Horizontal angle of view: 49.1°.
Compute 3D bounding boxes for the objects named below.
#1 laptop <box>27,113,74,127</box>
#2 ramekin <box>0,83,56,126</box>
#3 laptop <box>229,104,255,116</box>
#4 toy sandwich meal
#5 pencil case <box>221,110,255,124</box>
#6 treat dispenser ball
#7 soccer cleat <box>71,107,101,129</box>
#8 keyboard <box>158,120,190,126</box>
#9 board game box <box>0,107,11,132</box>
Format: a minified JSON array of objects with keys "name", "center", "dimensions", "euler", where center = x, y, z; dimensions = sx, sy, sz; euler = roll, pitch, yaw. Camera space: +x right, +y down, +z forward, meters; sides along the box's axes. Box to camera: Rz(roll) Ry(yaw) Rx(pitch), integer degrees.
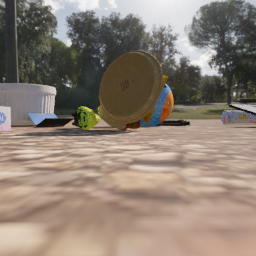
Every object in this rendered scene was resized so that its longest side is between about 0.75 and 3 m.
[{"name":"laptop","center":[-2.509,-0.381,9.070],"dimensions":[1.020,0.631,1.089],"euler":[-3,-17,-46]},{"name":"ramekin","center":[-3.976,-0.787,10.233],"dimensions":[2.633,1.382,2.633],"euler":[0,2,0]},{"name":"laptop","center":[5.248,-1.120,8.767],"dimensions":[2.805,1.626,2.626],"euler":[0,16,-19]},{"name":"toy sandwich meal","center":[0.100,-0.881,6.797],"dimensions":[2.001,2.001,0.685],"euler":[1,-10,35]},{"name":"pencil case","center":[4.999,-0.484,12.516],"dimensions":[1.549,0.644,0.702],"euler":[0,-2,-3]},{"name":"treat dispenser ball","center":[0.726,-0.932,9.979],"dimensions":[1.771,1.771,1.771],"euler":[0,2,0]},{"name":"soccer cleat","center":[-1.044,-0.277,7.538],"dimensions":[0.747,0.577,1.786],"euler":[-3,2,-21]},{"name":"keyboard","center":[1.331,-0.212,10.943],"dimensions":[2.249,0.232,1.429],"euler":[2,3,33]},{"name":"board game box","center":[-3.637,-0.126,4.362],"dimensions":[2.455,0.505,2.449],"euler":[0,2,12]}]
